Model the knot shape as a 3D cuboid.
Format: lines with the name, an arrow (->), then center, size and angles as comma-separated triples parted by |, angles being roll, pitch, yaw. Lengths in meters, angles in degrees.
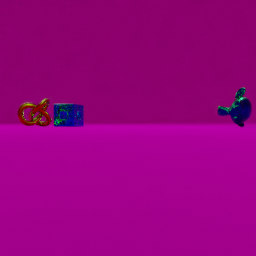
knot shape -> -3.592, -0.502, 11.165 | 1.386, 1.297, 0.640 | -32, 53, -16

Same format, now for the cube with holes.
cube with holes -> -2.579, -0.542, 12.257 | 0.961, 0.961, 0.961 | 0, 1, 17

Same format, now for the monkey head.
monkey head -> 3.991, -0.681, 10.420 | 1.119, 1.556, 0.937 | 9, 26, 35
